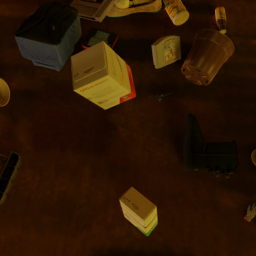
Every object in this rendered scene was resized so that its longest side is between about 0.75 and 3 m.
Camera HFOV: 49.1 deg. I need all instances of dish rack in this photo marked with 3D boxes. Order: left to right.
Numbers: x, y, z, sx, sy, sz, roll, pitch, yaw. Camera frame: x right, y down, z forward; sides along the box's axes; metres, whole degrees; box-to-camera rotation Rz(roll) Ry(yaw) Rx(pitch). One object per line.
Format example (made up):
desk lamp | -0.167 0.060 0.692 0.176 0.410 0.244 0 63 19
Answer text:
dish rack | -5.638 1.704 10.763 2.716 0.741 2.083 15 67 6

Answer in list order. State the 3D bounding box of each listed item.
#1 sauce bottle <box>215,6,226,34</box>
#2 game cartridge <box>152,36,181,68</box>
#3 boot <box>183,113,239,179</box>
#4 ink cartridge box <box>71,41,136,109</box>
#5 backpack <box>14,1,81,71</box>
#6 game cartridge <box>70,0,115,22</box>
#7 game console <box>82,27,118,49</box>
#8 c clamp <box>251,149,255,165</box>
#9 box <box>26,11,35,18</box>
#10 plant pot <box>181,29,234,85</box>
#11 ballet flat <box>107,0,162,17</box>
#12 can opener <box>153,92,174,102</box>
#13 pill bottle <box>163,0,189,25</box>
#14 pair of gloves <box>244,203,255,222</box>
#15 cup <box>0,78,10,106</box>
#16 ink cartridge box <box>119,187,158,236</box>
sauce bottle | 4.602 -5.314 13.797 0.484 0.484 1.467 -2 69 -1
game cartridge | 1.729 -3.407 12.287 0.362 1.159 1.741 20 38 40
boot | 3.247 0.679 11.077 2.047 0.924 2.498 3 75 4
ink cartridge box | -0.970 -2.030 11.245 1.609 2.215 1.602 -19 67 22
backpack | -3.332 -4.070 12.318 2.169 2.240 2.669 17 62 4
game cartridge | -1.871 -6.018 13.832 2.172 0.417 1.408 22 75 25
game console | -1.349 -4.217 13.473 1.470 0.228 1.300 19 69 7
c clamp | 5.978 1.269 11.192 1.881 0.255 1.607 -21 69 -9
box | -4.047 -5.169 13.553 1.376 0.789 0.909 -29 70 -11
plant pot | 3.348 -2.973 12.229 1.837 1.837 1.819 30 79 12
ballet flat | 0.216 -6.266 13.897 2.967 0.998 1.010 -10 68 -4
can opener | 1.593 -1.410 12.273 0.944 0.299 0.371 -16 68 -6
pill bottle | 2.331 -5.906 13.840 0.830 0.830 1.473 -20 69 -8
pair of gloves | 4.846 3.321 10.431 0.950 0.108 0.763 38 74 15
cup | -5.800 -1.494 11.939 0.860 1.203 1.203 -3 66 19
ink cartridge box | 0.391 2.873 9.598 1.146 1.563 0.649 34 64 28
